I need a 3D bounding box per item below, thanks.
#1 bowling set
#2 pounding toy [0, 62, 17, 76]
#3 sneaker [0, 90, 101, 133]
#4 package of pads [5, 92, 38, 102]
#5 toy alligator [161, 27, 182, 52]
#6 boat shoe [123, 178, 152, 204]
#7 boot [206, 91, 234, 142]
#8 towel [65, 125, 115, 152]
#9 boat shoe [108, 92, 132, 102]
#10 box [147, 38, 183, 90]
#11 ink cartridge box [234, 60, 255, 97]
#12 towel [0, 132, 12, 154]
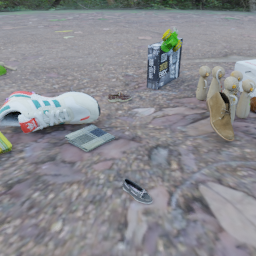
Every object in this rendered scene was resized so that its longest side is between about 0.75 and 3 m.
[{"bbox_3d":[3.480,-1.273,9.074,1.966,1.516,2.824,-4,28,-7],"label":"bowling set"},{"bbox_3d":[-6.218,-2.913,13.067,1.201,0.722,1.556,16,32,28],"label":"pounding toy"},{"bbox_3d":[-2.303,-0.311,7.982,2.977,1.048,1.392,5,39,11],"label":"sneaker"},{"bbox_3d":[-3.563,-0.906,9.582,1.065,0.403,0.642,-23,32,-37],"label":"package of pads"},{"bbox_3d":[0.693,-1.447,4.658,0.305,0.279,1.028,43,29,-13],"label":"toy alligator"},{"bbox_3d":[0.174,1.262,5.637,0.757,0.216,0.253,24,36,38],"label":"boat shoe"},{"bbox_3d":[2.553,-0.344,7.550,0.554,0.568,1.506,5,54,-20],"label":"boot"},{"bbox_3d":[-1.039,0.282,7.617,1.003,0.180,1.042,26,35,36],"label":"towel"},{"bbox_3d":[-0.291,-1.141,10.118,0.884,0.318,0.319,-6,28,-11],"label":"boat shoe"},{"bbox_3d":[1.542,-2.735,11.671,0.541,1.714,2.173,17,31,29],"label":"box"},{"bbox_3d":[5.720,-1.915,10.724,2.681,1.114,1.965,-8,29,-16],"label":"ink cartridge box"},{"bbox_3d":[-4.168,0.603,6.317,1.182,0.248,2.747,41,41,19],"label":"towel"}]
